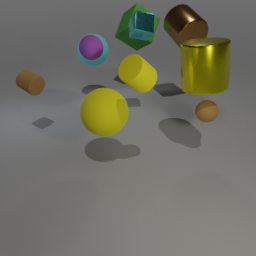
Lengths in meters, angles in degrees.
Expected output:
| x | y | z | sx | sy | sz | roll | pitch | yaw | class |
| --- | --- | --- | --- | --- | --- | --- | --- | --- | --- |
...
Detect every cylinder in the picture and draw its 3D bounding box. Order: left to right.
| x | y | z | sx | sy | sz | roll | pitch | yaw | class |
| --- | --- | --- | --- | --- | --- | --- | --- | --- | --- |
| -3.350 | -1.568 | 9.628 | 0.700 | 0.700 | 0.700 | 29 | 39 | 23 | cylinder |
| 0.236 | -1.289 | 6.679 | 0.700 | 0.700 | 0.700 | 25 | 0 | 37 | cylinder |
| 2.397 | -4.196 | 11.710 | 1.400 | 1.400 | 1.400 | -11 | 50 | -19 | cylinder |
| 2.268 | -1.842 | 8.264 | 1.400 | 1.400 | 1.400 | -6 | 25 | 3 | cylinder |

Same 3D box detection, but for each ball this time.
| x | y | z | sx | sy | sz | roll | pitch | yaw | class |
| --- | --- | --- | --- | --- | --- | --- | --- | --- | --- |
| -1.039 | -2.280 | 7.937 | 0.700 | 0.700 | 0.700 | 0 | 29 | 0 | ball |
| -1.579 | -3.514 | 12.625 | 1.400 | 1.400 | 1.400 | 0 | 29 | 0 | ball |
| -0.686 | -0.461 | 8.152 | 1.400 | 1.400 | 1.400 | 0 | 29 | 0 | ball |
| 2.459 | -0.523 | 8.743 | 0.700 | 0.700 | 0.700 | 0 | 29 | 0 | ball |

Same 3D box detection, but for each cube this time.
| x | y | z | sx | sy | sz | roll | pitch | yaw | class |
| --- | --- | --- | --- | --- | --- | --- | --- | --- | --- |
| 0.442 | -4.857 | 13.581 | 1.400 | 1.400 | 1.400 | 24 | -13 | -26 | cube |
| 0.481 | -3.601 | 9.896 | 0.700 | 0.700 | 0.700 | 5 | -6 | -16 | cube |
